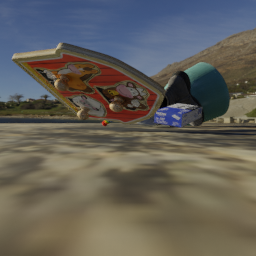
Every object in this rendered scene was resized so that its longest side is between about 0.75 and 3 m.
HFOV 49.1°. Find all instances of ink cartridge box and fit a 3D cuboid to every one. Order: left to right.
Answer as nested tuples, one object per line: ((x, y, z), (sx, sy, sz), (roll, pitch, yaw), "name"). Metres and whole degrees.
((1.120, -0.301, 6.078), (0.607, 0.285, 1.291), (11, 17, 29), "ink cartridge box")

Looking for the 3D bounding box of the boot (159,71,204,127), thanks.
((1.856, -0.612, 10.173), (0.894, 2.561, 1.686), (-2, 43, 43), "boot")

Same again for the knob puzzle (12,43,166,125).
((-0.495, -0.533, 4.759), (2.554, 0.354, 2.554), (15, -22, 6), "knob puzzle")

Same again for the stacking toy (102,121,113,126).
((-0.786, -0.329, 11.450), (0.356, 0.356, 0.834), (-1, -24, -38), "stacking toy")

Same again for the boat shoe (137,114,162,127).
((0.882, -0.314, 9.940), (1.889, 0.648, 0.535), (-6, -20, -42), "boat shoe")

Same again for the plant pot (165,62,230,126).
((2.785, -1.298, 12.495), (2.116, 2.637, 2.637), (-25, 8, -15), "plant pot")
